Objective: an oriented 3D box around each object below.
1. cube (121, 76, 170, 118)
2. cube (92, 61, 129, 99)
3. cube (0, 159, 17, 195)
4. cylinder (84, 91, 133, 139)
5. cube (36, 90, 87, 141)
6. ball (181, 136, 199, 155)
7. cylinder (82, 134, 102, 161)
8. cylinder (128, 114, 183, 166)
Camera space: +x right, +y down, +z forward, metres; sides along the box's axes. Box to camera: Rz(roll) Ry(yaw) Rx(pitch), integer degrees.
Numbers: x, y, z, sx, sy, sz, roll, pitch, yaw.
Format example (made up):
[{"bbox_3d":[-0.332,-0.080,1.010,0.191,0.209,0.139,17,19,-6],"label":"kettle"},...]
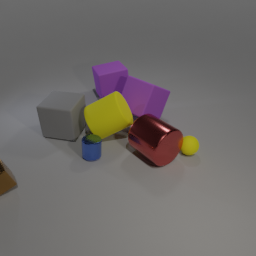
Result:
[{"bbox_3d":[0.668,-1.224,11.798,1.400,1.400,1.400,28,12,35],"label":"cube"},{"bbox_3d":[-0.804,-2.250,13.441,1.400,1.400,1.400,-16,33,-13],"label":"cube"},{"bbox_3d":[-3.954,1.523,8.531,0.700,0.700,0.700,-34,43,-15],"label":"cube"},{"bbox_3d":[-0.724,-0.477,10.676,1.400,1.400,1.400,-25,29,15],"label":"cylinder"},{"bbox_3d":[-2.548,-0.508,11.089,1.400,1.400,1.400,7,35,12],"label":"cube"},{"bbox_3d":[2.190,0.622,10.036,0.700,0.700,0.700,0,33,0],"label":"ball"},{"bbox_3d":[-1.288,0.688,9.942,0.700,0.700,0.700,3,29,-2],"label":"cylinder"},{"bbox_3d":[0.954,0.394,9.774,1.400,1.400,1.400,-23,40,-32],"label":"cylinder"}]
